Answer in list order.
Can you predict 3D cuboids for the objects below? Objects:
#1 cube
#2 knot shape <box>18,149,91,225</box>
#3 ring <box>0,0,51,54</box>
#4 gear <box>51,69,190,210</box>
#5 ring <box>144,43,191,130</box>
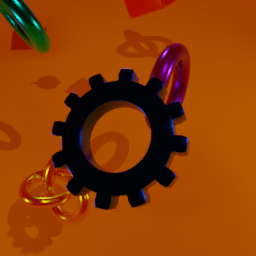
[{"bbox_3d":[0.435,-2.818,5.590,0.844,0.844,0.844,0,34,39],"label":"cube"},{"bbox_3d":[-1.112,0.921,4.835,1.293,0.597,1.210,26,70,5],"label":"knot shape"},{"bbox_3d":[-1.650,-1.674,4.224,0.259,1.294,1.294,-42,61,-9],"label":"ring"},{"bbox_3d":[-0.078,0.081,2.297,1.118,0.207,1.118,-4,76,15],"label":"gear"},{"bbox_3d":[0.705,-0.666,4.833,0.312,1.560,1.560,18,53,23],"label":"ring"}]
